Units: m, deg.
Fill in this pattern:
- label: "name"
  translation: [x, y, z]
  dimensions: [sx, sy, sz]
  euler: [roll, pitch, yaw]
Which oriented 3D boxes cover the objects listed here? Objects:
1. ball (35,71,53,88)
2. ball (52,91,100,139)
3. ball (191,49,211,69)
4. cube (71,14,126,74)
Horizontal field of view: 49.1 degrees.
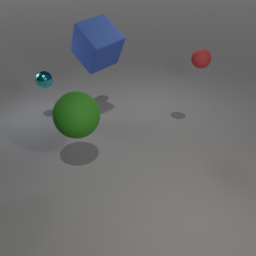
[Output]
- label: "ball"
  translation: [-3.394, -1.958, 11.327]
  dimensions: [0.700, 0.700, 0.700]
  euler: [0, 29, 0]
- label: "ball"
  translation: [-1.530, -0.384, 8.345]
  dimensions: [1.400, 1.400, 1.400]
  euler: [0, 29, 0]
- label: "ball"
  translation: [2.653, -2.510, 10.140]
  dimensions: [0.700, 0.700, 0.700]
  euler: [0, 29, 0]
- label: "cube"
  translation: [-1.181, -3.203, 10.743]
  dimensions: [1.400, 1.400, 1.400]
  euler: [-31, 74, -30]
